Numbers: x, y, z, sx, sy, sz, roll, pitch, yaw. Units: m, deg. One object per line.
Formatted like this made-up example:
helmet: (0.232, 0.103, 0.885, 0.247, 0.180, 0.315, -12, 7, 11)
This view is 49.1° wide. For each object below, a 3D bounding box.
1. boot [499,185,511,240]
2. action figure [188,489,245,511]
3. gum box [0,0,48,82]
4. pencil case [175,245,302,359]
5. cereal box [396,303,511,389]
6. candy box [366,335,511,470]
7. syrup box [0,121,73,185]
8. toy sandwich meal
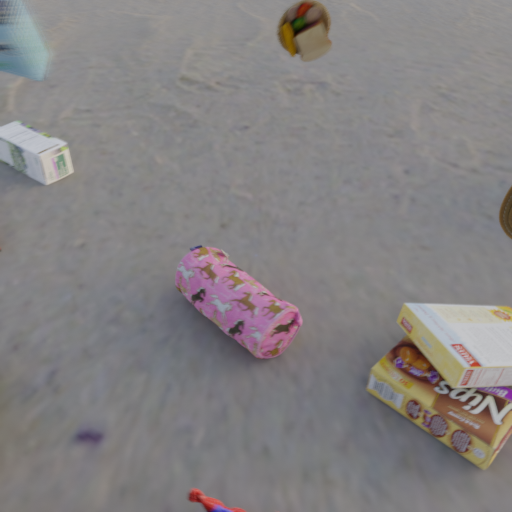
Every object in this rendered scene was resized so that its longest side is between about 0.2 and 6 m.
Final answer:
boot: (3.183, -0.928, 5.131, 0.735, 1.916, 1.488, 45, 36, 20)
action figure: (-0.680, 2.632, 5.144, 2.107, 1.043, 0.688, -10, 40, -16)
gum box: (-3.631, -2.884, 6.768, 1.756, 0.460, 2.067, 13, -4, -9)
pencil case: (-0.274, 0.610, 7.773, 0.820, 0.857, 1.981, 2, 27, -49)
cereal box: (2.859, 1.091, 7.024, 1.817, 0.359, 1.307, 3, 28, -21)
candy box: (2.261, 1.675, 6.719, 1.601, 0.452, 0.934, 30, 46, 33)
syrup box: (-4.483, -2.076, 11.196, 1.680, 0.661, 0.684, 25, 45, 28)
toy sandwich meal: (0.949, -4.255, 10.660, 1.161, 1.161, 0.398, -9, 46, -11)
